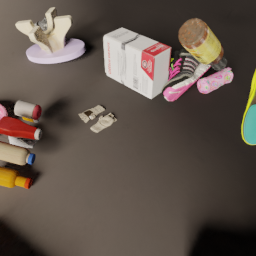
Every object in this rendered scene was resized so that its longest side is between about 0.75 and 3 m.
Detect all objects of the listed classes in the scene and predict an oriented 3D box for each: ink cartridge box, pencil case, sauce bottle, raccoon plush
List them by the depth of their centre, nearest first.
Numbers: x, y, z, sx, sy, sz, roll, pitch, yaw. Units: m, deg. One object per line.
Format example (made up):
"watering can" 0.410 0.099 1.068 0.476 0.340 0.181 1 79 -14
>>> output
"sauce bottle" 2.039 -2.019 7.222 0.732 0.732 2.217 40 14 35
"ink cartridge box" 0.275 -2.338 9.967 2.317 1.671 0.970 32 52 30
"pencil case" 3.169 -1.726 10.118 1.412 0.617 0.617 -26 49 -24
"raccoon plush" -4.143 -4.818 13.655 1.233 0.597 0.826 -10 51 34

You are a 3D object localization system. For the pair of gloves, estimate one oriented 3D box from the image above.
"pair of gloves" -0.954 -0.334 8.927 0.904 0.186 1.064 -30 52 -28

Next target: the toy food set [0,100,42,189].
"toy food set" -2.724 0.274 7.543 1.176 1.248 2.614 14 44 2

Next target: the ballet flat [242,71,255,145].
"ballet flat" 1.452 -0.293 3.039 0.318 0.953 0.320 10 15 15

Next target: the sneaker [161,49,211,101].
"sneaker" 1.795 -1.982 9.724 1.296 1.093 2.963 47 49 1

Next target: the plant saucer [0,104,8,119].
"plant saucer" -4.539 -0.113 8.495 1.789 0.453 1.789 0 44 0

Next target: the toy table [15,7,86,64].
"toy table" -3.126 -3.675 11.295 2.548 1.492 2.343 -8 44 6
